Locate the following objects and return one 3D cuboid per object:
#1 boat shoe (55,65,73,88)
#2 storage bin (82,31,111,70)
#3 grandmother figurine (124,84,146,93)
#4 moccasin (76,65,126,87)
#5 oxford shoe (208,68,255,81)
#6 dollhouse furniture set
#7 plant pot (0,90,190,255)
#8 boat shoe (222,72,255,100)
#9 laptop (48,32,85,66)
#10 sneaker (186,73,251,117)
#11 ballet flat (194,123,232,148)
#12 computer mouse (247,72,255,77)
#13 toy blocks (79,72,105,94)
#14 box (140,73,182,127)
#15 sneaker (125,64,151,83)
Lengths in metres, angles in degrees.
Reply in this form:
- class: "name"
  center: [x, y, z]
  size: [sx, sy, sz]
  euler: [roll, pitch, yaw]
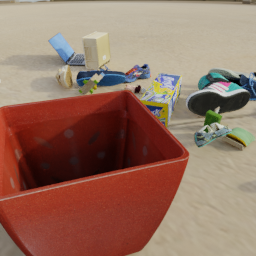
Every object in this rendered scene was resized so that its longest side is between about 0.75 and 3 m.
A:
- class: "boat shoe"
  center: [-2.990, -2.301, 12.922]
  size: [0.695, 0.740, 2.008]
  euler: [-18, 29, 0]
- class: "storage bin"
  center: [-1.646, -4.167, 15.091]
  size: [0.798, 1.691, 1.704]
  euler: [7, 30, 18]
- class: "grandmother figurine"
  center: [0.348, -1.703, 12.232]
  size: [0.993, 0.301, 0.602]
  euler: [17, 62, 22]
- class: "moccasin"
  center: [-1.229, -2.423, 12.672]
  size: [2.255, 0.907, 0.769]
  euler: [-1, 58, -5]
- class: "oxford shoe"
  center: [4.702, -2.241, 12.620]
  size: [2.209, 0.830, 0.638]
  euler: [14, 37, 9]
- class: "dollhouse furniture set"
  center: [3.220, -0.059, 8.723]
  size: [1.450, 0.728, 0.950]
  euler: [31, 42, 32]
- class: "plant pot"
  center: [-0.794, 1.026, 5.287]
  size: [2.745, 2.419, 2.743]
  euler: [-10, 31, -16]
- class: "boat shoe"
  center: [4.672, -1.764, 11.637]
  size: [2.741, 0.941, 1.154]
  euler: [4, 30, 6]
- class: "laptop"
  center: [-3.012, -4.568, 16.111]
  size: [2.375, 1.376, 2.224]
  euler: [2, 30, 3]
- class: "sneaker"
  center: [3.056, -1.371, 10.668]
  size: [2.807, 1.174, 1.695]
  euler: [-6, 34, -26]
- class: "ballet flat"
  center: [2.470, 0.112, 8.134]
  size: [1.472, 0.547, 0.547]
  euler: [-19, 35, -36]
- class: "computer mouse"
  center: [5.550, -2.484, 13.424]
  size: [1.849, 0.426, 1.298]
  euler: [0, 31, 0]
- class: "toy blocks"
  center: [-1.495, -1.966, 11.913]
  size: [1.229, 0.614, 0.840]
  euler: [-31, 20, 46]
- class: "box"
  center: [1.301, -1.163, 10.592]
  size: [1.034, 0.949, 2.952]
  euler: [9, 30, 15]
- class: "sneaker"
  center: [0.303, -2.685, 13.480]
  size: [1.822, 0.715, 0.686]
  euler: [-20, 34, -31]
